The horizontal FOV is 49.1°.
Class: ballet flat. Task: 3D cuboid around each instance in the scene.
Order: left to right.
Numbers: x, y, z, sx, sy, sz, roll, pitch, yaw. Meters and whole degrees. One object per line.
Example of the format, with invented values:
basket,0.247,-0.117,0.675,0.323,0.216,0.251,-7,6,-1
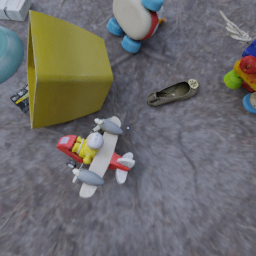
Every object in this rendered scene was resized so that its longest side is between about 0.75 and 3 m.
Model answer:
ballet flat,-0.628,-0.069,7.652,0.907,0.326,0.326,-33,68,-15
ballet flat,1.330,-1.053,8.090,1.709,0.396,0.576,-18,65,-9

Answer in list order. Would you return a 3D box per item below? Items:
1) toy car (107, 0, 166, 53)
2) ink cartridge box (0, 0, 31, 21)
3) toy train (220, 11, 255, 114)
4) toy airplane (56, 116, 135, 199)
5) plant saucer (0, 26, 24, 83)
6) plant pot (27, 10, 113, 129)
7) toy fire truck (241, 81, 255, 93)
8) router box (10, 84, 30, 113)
toy car,0.646,-3.574,8.924,1.926,1.775,1.704,-17,61,-40
ink cartridge box,-4.050,-4.172,9.589,1.190,0.496,0.864,8,64,4
toy train,3.038,-1.614,7.319,2.747,1.590,1.163,46,67,5
toy airplane,-0.653,0.593,6.624,1.732,1.228,1.740,-22,58,-18
plant saucer,-4.649,-2.382,8.718,2.649,0.476,2.649,0,63,0
plant pot,-1.578,-1.428,7.369,1.897,2.150,2.150,-3,61,-23
toy fire truck,3.750,-1.441,8.234,1.026,0.575,0.862,-31,51,-17
router box,-2.920,-0.886,8.118,0.597,0.198,0.760,40,70,18
